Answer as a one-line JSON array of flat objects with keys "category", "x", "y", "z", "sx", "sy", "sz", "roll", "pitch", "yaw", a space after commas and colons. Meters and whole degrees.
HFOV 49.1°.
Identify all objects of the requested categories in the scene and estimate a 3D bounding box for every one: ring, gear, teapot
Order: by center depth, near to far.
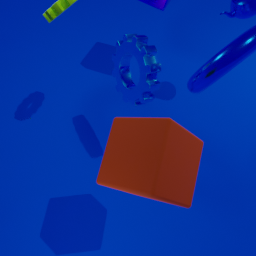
[{"category": "ring", "x": 2.145, "y": -1.451, "z": 6.074, "sx": 2.021, "sy": 2.021, "sz": 0.404, "roll": -36, "pitch": 86, "yaw": -17}, {"category": "gear", "x": -1.374, "y": -2.825, "z": 6.275, "sx": 1.190, "sy": 0.220, "sz": 1.190, "roll": -31, "pitch": 26, "yaw": 17}, {"category": "gear", "x": 0.149, "y": -1.329, "z": 6.505, "sx": 0.297, "sy": 1.608, "sz": 1.608, "roll": -14, "pitch": 61, "yaw": -30}, {"category": "teapot", "x": 2.870, "y": -3.112, "z": 6.895, "sx": 1.311, "sy": 0.642, "sz": 0.815, "roll": -37, "pitch": 51, "yaw": 15}]

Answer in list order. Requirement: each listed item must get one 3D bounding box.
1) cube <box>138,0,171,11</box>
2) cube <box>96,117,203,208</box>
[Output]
[{"category": "cube", "x": 0.785, "y": -4.245, "z": 7.808, "sx": 1.220, "sy": 1.220, "sz": 1.220, "roll": 25, "pitch": 43, "yaw": 2}, {"category": "cube", "x": 0.386, "y": 0.552, "z": 4.599, "sx": 1.146, "sy": 1.146, "sz": 1.146, "roll": 3, "pitch": 72, "yaw": 42}]
